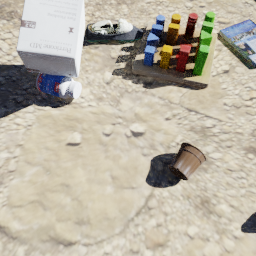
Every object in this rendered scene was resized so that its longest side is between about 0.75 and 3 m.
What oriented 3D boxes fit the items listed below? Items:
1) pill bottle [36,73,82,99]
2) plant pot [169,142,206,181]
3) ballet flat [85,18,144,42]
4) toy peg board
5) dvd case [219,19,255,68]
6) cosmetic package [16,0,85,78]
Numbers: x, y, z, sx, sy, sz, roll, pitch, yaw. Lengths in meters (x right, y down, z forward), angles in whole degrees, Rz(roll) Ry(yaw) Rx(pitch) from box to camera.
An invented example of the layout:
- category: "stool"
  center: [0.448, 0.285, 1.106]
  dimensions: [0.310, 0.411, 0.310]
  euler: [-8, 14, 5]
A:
- category: "pill bottle"
  center: [-2.339, -1.456, 9.581]
  dimensions: [1.400, 0.786, 0.786]
  euler: [17, 59, 14]
- category: "plant pot"
  center: [1.670, 1.000, 8.092]
  dimensions: [0.849, 0.849, 0.841]
  euler: [34, 71, 19]
- category: "ballet flat"
  center: [-0.549, -3.912, 11.161]
  dimensions: [2.384, 0.871, 0.871]
  euler: [-3, 58, -2]
- category: "toy peg board"
  center: [1.878, -3.233, 10.371]
  dimensions: [2.831, 1.390, 2.843]
  euler: [14, 58, 8]
- category: "dvd case"
  center: [4.998, -3.441, 11.225]
  dimensions: [1.634, 0.201, 2.290]
  euler: [-24, 60, -15]
- category: "cosmetic package"
  center: [-2.271, -2.841, 8.643]
  dimensions: [1.663, 1.665, 2.018]
  euler: [6, 79, -7]
